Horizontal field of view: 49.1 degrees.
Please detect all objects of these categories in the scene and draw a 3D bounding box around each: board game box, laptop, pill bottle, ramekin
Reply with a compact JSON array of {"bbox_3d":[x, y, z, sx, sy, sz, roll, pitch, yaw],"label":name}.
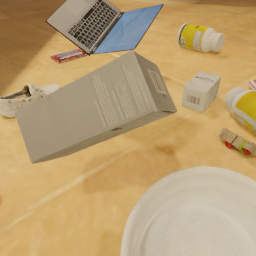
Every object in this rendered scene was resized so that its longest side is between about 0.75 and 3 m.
[{"bbox_3d":[-2.963,-3.630,14.097,1.641,0.160,0.845,-27,44,-33],"label":"board game box"},{"bbox_3d":[-0.652,-3.483,8.476,2.510,1.455,2.350,36,58,-12],"label":"laptop"},{"bbox_3d":[3.797,-4.672,14.648,2.203,1.226,1.226,26,43,32],"label":"pill bottle"},{"bbox_3d":[4.027,-0.551,8.926,1.083,1.083,1.934,-13,38,-18],"label":"pill bottle"},{"bbox_3d":[1.221,2.085,4.343,2.684,1.309,2.684,1,58,-1],"label":"ramekin"}]

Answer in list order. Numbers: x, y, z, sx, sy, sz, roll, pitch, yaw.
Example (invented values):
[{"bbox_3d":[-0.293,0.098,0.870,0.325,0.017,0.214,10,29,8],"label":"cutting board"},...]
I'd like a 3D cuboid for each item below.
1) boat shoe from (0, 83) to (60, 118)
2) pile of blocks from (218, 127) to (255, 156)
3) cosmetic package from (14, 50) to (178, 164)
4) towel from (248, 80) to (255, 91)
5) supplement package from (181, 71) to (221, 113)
[{"bbox_3d":[-3.424,-1.185,10.027,0.865,0.847,2.444,27,43,33],"label":"boat shoe"},{"bbox_3d":[3.177,0.482,8.140,0.453,0.598,1.457,-52,35,3],"label":"pile of blocks"},{"bbox_3d":[-0.541,-0.263,4.709,2.349,1.059,1.255,-25,-7,23],"label":"cosmetic package"},{"bbox_3d":[6.294,-1.271,10.602,2.844,0.425,2.081,-4,35,-1],"label":"towel"},{"bbox_3d":[2.689,-1.354,10.253,0.868,0.871,1.485,21,40,27],"label":"supplement package"}]
